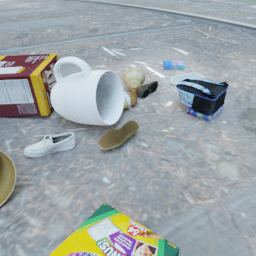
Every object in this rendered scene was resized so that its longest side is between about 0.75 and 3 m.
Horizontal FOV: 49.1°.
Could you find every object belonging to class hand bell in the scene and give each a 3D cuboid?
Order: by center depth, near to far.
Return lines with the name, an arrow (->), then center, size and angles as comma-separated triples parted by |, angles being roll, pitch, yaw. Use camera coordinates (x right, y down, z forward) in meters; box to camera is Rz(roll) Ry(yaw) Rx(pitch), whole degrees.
hand bell -> 0.287, -1.852, 13.848 | 1.181, 1.181, 2.268 | 1, 44, 1

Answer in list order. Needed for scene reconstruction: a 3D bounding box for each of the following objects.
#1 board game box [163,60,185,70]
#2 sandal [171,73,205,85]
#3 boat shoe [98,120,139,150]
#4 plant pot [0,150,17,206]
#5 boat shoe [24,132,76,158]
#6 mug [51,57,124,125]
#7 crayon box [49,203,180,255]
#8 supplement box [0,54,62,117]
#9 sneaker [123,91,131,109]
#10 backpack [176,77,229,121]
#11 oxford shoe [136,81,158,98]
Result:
board game box -> 2.851, -3.926, 17.464 | 1.268, 0.285, 0.964 | 1, 33, 1
sandal -> 3.268, -2.607, 15.223 | 1.885, 0.767, 0.463 | 5, -7, 8
boat shoe -> -0.350, 0.375, 10.655 | 1.889, 0.592, 0.692 | -28, 68, -32
plant pot -> -4.630, 1.326, 8.208 | 2.030, 1.892, 1.892 | 10, 31, 43
boat shoe -> -2.836, 0.567, 10.200 | 1.871, 0.615, 0.673 | -9, 34, -14
mug -> -1.890, -1.519, 11.307 | 2.569, 2.931, 2.164 | 3, 44, 28
crayon box -> -0.304, 3.005, 6.374 | 2.265, 0.660, 1.955 | 22, 39, 30
supplement box -> -4.790, -2.016, 12.829 | 2.849, 1.891, 2.810 | -1, 33, 6
sneaker -> -0.977, -1.484, 13.135 | 1.096, 0.948, 2.426 | -32, 40, -26
backpack -> 3.178, -1.432, 12.584 | 2.050, 1.379, 1.872 | 23, 39, 29
oxford shoe -> 0.973, -2.077, 14.344 | 0.672, 0.579, 1.593 | 24, 40, 34
